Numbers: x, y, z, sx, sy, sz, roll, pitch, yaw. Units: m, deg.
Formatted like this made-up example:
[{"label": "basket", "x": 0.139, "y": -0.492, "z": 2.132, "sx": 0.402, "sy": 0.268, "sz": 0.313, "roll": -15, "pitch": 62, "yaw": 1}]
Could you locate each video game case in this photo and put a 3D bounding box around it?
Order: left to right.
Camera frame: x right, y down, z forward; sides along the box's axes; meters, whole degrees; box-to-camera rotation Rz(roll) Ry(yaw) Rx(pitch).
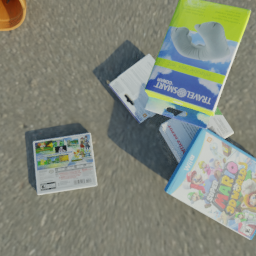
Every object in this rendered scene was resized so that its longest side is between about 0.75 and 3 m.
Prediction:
[{"label": "video game case", "x": -1.881, "y": 1.050, "z": 8.332, "sx": 1.759, "sy": 0.194, "sz": 1.603, "roll": -9, "pitch": 79, "yaw": -1}, {"label": "video game case", "x": 2.708, "y": 1.542, "z": 7.756, "sx": 2.853, "sy": 0.254, "sz": 2.042, "roll": 30, "pitch": 88, "yaw": -7}]

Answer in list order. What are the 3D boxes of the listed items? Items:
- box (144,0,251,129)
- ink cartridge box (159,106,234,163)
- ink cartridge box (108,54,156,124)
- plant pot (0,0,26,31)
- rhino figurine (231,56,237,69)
[{"label": "box", "x": 1.319, "y": -1.324, "z": 5.632, "sx": 1.443, "sy": 0.564, "sz": 2.367, "roll": 20, "pitch": 87, "yaw": 17}, {"label": "ink cartridge box", "x": 1.959, "y": 0.088, "z": 8.248, "sx": 1.725, "sy": 0.725, "sz": 1.249, "roll": -29, "pitch": 80, "yaw": -6}, {"label": "ink cartridge box", "x": 0.513, "y": -1.202, "z": 8.706, "sx": 1.660, "sy": 0.337, "sz": 1.657, "roll": -37, "pitch": 80, "yaw": -5}, {"label": "plant pot", "x": -4.103, "y": -4.256, "z": 8.632, "sx": 2.020, "sy": 2.020, "sz": 1.414, "roll": 0, "pitch": 62, "yaw": 0}, {"label": "rhino figurine", "x": 3.137, "y": -2.005, "z": 8.919, "sx": 0.370, "sy": 0.253, "sz": 0.847, "roll": 25, "pitch": 81, "yaw": 18}]
